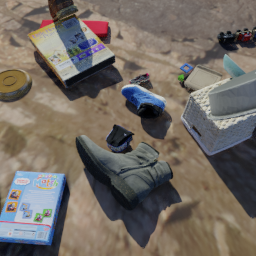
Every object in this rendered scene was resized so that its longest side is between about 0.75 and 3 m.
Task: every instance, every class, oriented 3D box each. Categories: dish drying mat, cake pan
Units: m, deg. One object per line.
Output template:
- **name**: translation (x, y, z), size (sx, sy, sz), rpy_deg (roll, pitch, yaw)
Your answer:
- **dish drying mat**: translation (-2.288, -4.223, 11.922), size (2.882, 0.262, 1.107), rpy_deg (0, 54, 1)
- **cake pan**: translation (2.850, -0.940, 5.466), size (2.876, 2.876, 0.528), rpy_deg (-25, 94, -18)

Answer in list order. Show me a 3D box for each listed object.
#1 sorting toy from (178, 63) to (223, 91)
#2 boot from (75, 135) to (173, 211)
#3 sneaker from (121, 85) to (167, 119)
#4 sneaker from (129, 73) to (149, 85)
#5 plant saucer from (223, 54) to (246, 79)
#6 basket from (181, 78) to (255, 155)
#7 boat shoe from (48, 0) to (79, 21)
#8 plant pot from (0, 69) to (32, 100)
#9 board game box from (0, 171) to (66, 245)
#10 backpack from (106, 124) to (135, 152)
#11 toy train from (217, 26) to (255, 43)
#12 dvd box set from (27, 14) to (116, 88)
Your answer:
- **sorting toy**: translation (2.692, -1.664, 9.986), size (1.974, 0.269, 1.111), rpy_deg (27, 62, 19)
- **boot**: translation (-0.129, 0.887, 7.796), size (1.694, 0.878, 2.593), rpy_deg (-35, 67, -29)
- **sneaker**: translation (0.387, -0.820, 9.111), size (1.594, 0.612, 0.887), rpy_deg (24, 48, 10)
- **sneaker**: translation (0.399, -1.770, 10.037), size (0.775, 0.289, 0.312), rpy_deg (-21, 56, -15)
- **plant saucer**: translation (3.880, -1.258, 8.714), size (2.674, 0.366, 2.674), rpy_deg (35, 25, -19)
- **basket**: translation (2.725, -0.366, 8.339), size (1.656, 1.332, 1.641), rpy_deg (-22, 57, -14)
- **boat shoe**: translation (-2.677, -4.934, 11.196), size (1.028, 0.964, 2.856), rpy_deg (-28, 25, -10)
- **plant pot**: translation (-4.200, -1.628, 9.986), size (1.507, 0.207, 1.507), rpy_deg (0, 52, 0)
- **board game box**: translation (-2.445, 1.987, 7.166), size (1.354, 0.328, 1.791), rpy_deg (3, 53, 3)
- **backpack**: translation (-0.287, 0.352, 8.257), size (0.755, 0.582, 0.719), rpy_deg (26, 52, 29)
- **toy train**: translation (4.790, -3.833, 11.541), size (2.256, 0.385, 0.517), rpy_deg (-11, 57, -7)
- **dvd box set**: translation (-2.201, -3.053, 10.726), size (2.190, 0.440, 2.994), rpy_deg (-32, 63, -18)
